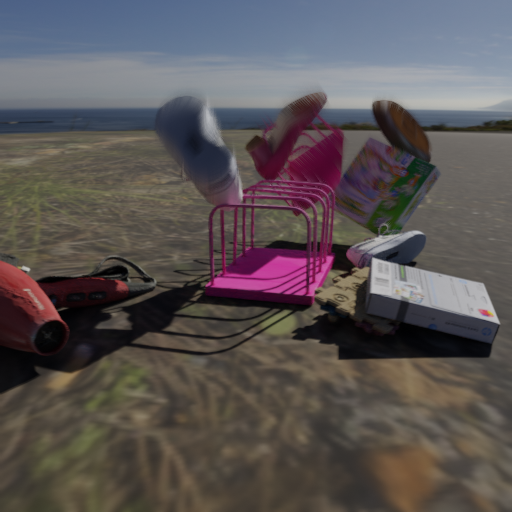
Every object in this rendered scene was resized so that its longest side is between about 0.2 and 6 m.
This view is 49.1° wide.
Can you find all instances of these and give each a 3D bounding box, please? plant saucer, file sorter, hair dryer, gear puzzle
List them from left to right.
[{"bbox_3d":[-2.719,0.385,7.509,2.619,0.934,3.439,-1,17,-8],"label":"hair dryer"},{"bbox_3d":[0.329,-0.344,9.044,1.626,1.468,2.340,5,17,15],"label":"file sorter"},{"bbox_3d":[0.919,-1.966,11.534,1.249,1.798,1.127,-37,65,-12],"label":"file sorter"},{"bbox_3d":[1.761,0.568,7.916,1.191,0.301,2.300,24,27,30],"label":"gear puzzle"},{"bbox_3d":[3.268,-2.742,12.295,0.297,1.852,1.852,-39,-9,35],"label":"plant saucer"}]

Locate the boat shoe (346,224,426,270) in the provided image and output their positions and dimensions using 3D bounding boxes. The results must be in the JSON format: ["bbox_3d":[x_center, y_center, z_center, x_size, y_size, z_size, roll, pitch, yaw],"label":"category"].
[{"bbox_3d":[2.238,-0.171,9.882,1.734,0.640,0.739,-20,42,-34],"label":"boat shoe"}]

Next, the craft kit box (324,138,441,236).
[{"bbox_3d":[2.523,-1.365,11.371,1.719,1.698,0.417,35,4,39],"label":"craft kit box"}]

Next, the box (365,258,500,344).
[{"bbox_3d":[2.249,0.545,7.354,1.569,0.323,1.224,12,23,7],"label":"box"}]

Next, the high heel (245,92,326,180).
[{"bbox_3d":[0.646,-2.125,9.965,1.756,0.844,0.592,-37,39,1],"label":"high heel"}]

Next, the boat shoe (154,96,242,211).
[{"bbox_3d":[-0.821,-1.575,8.970,0.961,1.109,2.601,-30,47,-5],"label":"boat shoe"}]
